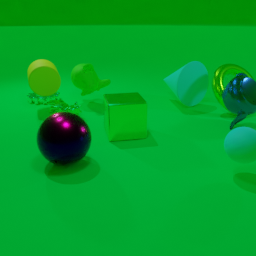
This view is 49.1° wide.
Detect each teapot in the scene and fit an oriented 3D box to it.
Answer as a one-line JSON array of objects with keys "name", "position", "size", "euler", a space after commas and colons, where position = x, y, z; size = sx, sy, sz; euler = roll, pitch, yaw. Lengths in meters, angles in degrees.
[{"name": "teapot", "position": [3.420, -0.887, 8.582], "size": [1.238, 1.991, 0.975], "euler": [24, -26, -22]}]

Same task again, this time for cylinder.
[{"name": "cylinder", "position": [-2.997, -1.797, 9.966], "size": [1.073, 1.073, 1.073], "euler": [-8, 28, -18]}]

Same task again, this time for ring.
[{"name": "ring", "position": [3.811, -1.385, 9.893], "size": [1.957, 1.957, 0.391], "euler": [-11, -14, -25]}]

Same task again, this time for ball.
[{"name": "ball", "position": [2.414, 0.360, 5.854], "size": [0.770, 0.770, 0.770], "euler": [0, 22, 0]}, {"name": "ball", "position": [-1.452, 0.241, 6.415], "size": [1.230, 1.230, 1.230], "euler": [0, 22, 0]}]

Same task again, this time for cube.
[{"name": "cube", "position": [-0.103, -0.351, 8.065], "size": [1.082, 1.082, 1.082], "euler": [-4, 23, -11]}]

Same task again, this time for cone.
[{"name": "cone", "position": [1.934, -1.796, 10.898], "size": [1.652, 1.652, 1.658], "euler": [-15, 22, -32]}]

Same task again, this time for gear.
[{"name": "gear", "position": [-3.438, -1.266, 11.424], "size": [1.285, 0.238, 1.285], "euler": [0, 22, 0]}]

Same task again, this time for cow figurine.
[{"name": "cow figurine", "position": [-2.134, -0.683, 9.571], "size": [1.007, 0.562, 1.024], "euler": [-12, 33, -17]}]

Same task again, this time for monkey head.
[{"name": "monkey head", "position": [-1.449, -1.933, 10.713], "size": [1.392, 1.166, 1.934], "euler": [-22, 7, -19]}]
